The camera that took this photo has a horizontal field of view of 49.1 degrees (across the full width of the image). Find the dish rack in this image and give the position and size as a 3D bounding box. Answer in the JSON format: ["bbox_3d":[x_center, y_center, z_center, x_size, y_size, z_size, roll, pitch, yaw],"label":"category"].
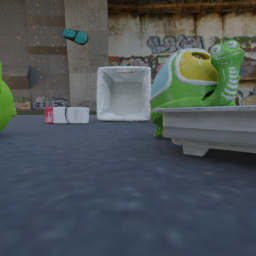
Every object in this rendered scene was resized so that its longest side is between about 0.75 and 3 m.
[{"bbox_3d":[1.765,0.035,2.778,2.248,0.570,2.619,-3,4,-33],"label":"dish rack"}]

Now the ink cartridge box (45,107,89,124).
[{"bbox_3d":[-2.521,-0.529,11.754,1.602,0.676,1.160,0,3,3],"label":"ink cartridge box"}]

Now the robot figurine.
[{"bbox_3d":[-2.882,-0.414,4.853,1.858,1.225,2.118,-22,-1,12],"label":"robot figurine"}]

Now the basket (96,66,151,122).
[{"bbox_3d":[-0.102,-1.628,14.597,2.694,2.719,2.186,1,-3,8],"label":"basket"}]

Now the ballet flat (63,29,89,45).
[{"bbox_3d":[-1.874,-3.457,10.708,1.517,0.516,0.519,33,7,36],"label":"ballet flat"}]

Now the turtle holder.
[{"bbox_3d":[1.045,-0.639,4.717,1.451,1.356,1.910,-4,-12,10],"label":"turtle holder"}]

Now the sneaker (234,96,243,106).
[{"bbox_3d":[2.729,-0.176,4.626,2.049,0.774,0.722,1,3,27],"label":"sneaker"}]
